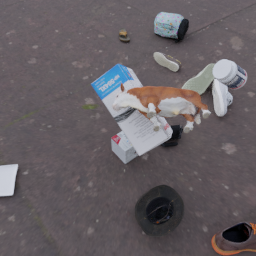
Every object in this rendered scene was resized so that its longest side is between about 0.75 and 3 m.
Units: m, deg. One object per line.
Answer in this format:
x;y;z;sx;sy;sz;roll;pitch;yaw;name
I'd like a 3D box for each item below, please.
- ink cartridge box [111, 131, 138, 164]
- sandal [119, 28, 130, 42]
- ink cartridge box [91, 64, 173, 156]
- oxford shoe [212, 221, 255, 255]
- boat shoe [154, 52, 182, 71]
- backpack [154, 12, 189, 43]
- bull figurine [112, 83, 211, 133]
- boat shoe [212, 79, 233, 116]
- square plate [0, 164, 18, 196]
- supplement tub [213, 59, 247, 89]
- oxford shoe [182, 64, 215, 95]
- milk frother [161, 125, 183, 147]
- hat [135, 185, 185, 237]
0.086;0.588;10.810;1.187;0.859;0.863;-32;56;-25;ink cartridge box
-0.238;-5.572;16.558;0.607;0.405;1.485;-5;49;-5;sandal
0.220;-0.572;8.644;1.069;1.851;2.535;-33;88;13;ink cartridge box
3.803;3.226;8.455;2.438;0.884;0.868;-12;50;-10;oxford shoe
2.073;-3.527;14.662;1.626;0.584;0.484;37;52;24;boat shoe
2.484;-5.972;16.387;1.907;1.207;1.591;18;53;17;backpack
0.841;-0.571;7.120;2.435;0.793;1.478;-3;40;-11;bull figurine
4.319;-1.382;12.679;0.795;0.835;2.319;4;39;5;boat shoe
-4.674;1.931;10.075;1.282;0.184;1.294;-5;49;-4;square plate
3.049;-1.601;8.381;0.964;0.677;0.677;16;35;-40;supplement tub
3.407;-2.129;13.382;2.412;0.697;0.907;-43;84;-15;oxford shoe
1.650;0.172;11.087;0.955;1.015;0.916;-4;53;-3;milk frother
1.105;2.722;8.923;1.756;0.708;1.756;-22;40;20;hat
